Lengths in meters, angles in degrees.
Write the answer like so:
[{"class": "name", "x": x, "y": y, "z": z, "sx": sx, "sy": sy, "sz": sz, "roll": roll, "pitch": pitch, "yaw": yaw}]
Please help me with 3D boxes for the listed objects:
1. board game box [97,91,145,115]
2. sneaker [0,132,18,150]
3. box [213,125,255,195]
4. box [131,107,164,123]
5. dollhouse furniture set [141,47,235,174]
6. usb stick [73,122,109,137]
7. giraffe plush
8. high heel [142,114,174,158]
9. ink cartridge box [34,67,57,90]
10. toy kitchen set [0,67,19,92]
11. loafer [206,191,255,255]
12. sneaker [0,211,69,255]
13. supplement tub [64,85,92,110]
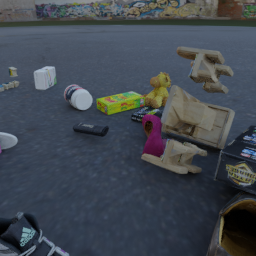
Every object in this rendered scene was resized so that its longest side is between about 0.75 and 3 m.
[{"class": "board game box", "x": -0.250, "y": -0.902, "z": 9.864, "sx": 1.524, "sy": 0.363, "sz": 0.774, "roll": -16, "pitch": 30, "yaw": -31}, {"class": "sneaker", "x": -3.515, "y": 0.182, "z": 7.345, "sx": 1.452, "sy": 0.513, "sz": 0.720, "roll": -2, "pitch": 29, "yaw": 6}, {"class": "box", "x": 3.441, "y": 0.781, "z": 5.388, "sx": 2.782, "sy": 0.691, "sz": 2.761, "roll": 16, "pitch": 21, "yaw": 30}, {"class": "box", "x": 0.730, "y": -0.387, "z": 8.969, "sx": 0.914, "sy": 0.225, "sz": 0.946, "roll": 13, "pitch": 28, "yaw": 32}, {"class": "dollhouse furniture set", "x": 1.265, "y": -0.335, "z": 6.521, "sx": 1.664, "sy": 2.349, "sz": 2.558, "roll": 19, "pitch": 3, "yaw": 33}, {"class": "usb stick", "x": -1.037, "y": 0.022, "z": 7.702, "sx": 1.257, "sy": 0.205, "sz": 0.348, "roll": 8, "pitch": 53, "yaw": 41}, {"class": "giraffe plush", "x": 1.183, "y": -1.438, "z": 10.214, "sx": 1.354, "sy": 1.098, "sz": 1.168, "roll": -19, "pitch": 31, "yaw": -36}, {"class": "high heel", "x": 0.503, "y": 0.129, "z": 7.303, "sx": 0.909, "sy": 0.638, "sz": 1.891, "roll": -2, "pitch": 25, "yaw": -20}, {"class": "ink cartridge box", "x": -3.599, "y": -2.185, "z": 12.243, "sx": 0.452, "sy": 0.780, "sz": 1.078, "roll": 6, "pitch": 25, "yaw": 13}, {"class": "toy kitchen set", "x": -5.340, "y": -2.119, "z": 12.025, "sx": 0.620, "sy": 0.843, "sz": 1.052, "roll": 15, "pitch": 29, "yaw": 29}, {"class": "loafer", "x": 1.684, "y": 1.435, "z": 3.790, "sx": 1.042, "sy": 1.034, "sz": 2.862, "roll": 10, "pitch": 18, "yaw": 24}, {"class": "sneaker", "x": -1.151, "y": 1.550, "z": 3.492, "sx": 1.745, "sy": 1.221, "sz": 0.678, "roll": 6, "pitch": 25, "yaw": 14}, {"class": "supplement tub", "x": -1.758, "y": -1.082, "z": 9.888, "sx": 0.717, "sy": 0.717, "sz": 1.022, "roll": -15, "pitch": 28, "yaw": -30}]
